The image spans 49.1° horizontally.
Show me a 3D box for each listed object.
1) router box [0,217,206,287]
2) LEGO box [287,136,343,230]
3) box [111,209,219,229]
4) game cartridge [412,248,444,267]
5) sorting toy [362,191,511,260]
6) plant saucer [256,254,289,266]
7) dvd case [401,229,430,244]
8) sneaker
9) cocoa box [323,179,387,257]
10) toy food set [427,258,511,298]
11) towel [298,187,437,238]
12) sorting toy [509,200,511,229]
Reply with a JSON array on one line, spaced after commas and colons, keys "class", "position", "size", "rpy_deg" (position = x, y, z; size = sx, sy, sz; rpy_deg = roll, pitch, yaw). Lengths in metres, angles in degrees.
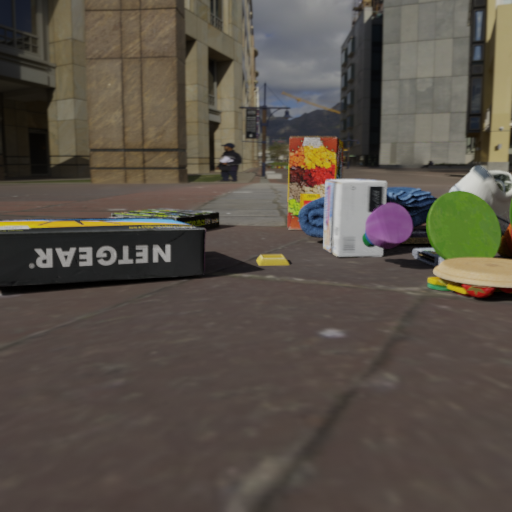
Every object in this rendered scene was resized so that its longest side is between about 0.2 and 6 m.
[{"class": "router box", "position": [-2.536, -0.141, 8.548], "size": [3.010, 0.769, 2.245], "rpy_deg": [-3, 9, -25]}, {"class": "LEGO box", "position": [1.684, -2.014, 15.324], "size": [1.215, 2.345, 3.148], "rpy_deg": [2, 10, 11]}, {"class": "box", "position": [-2.307, -0.917, 14.488], "size": [2.051, 0.487, 1.980], "rpy_deg": [6, 13, 27]}, {"class": "game cartridge", "position": [3.238, 0.026, 9.570], "size": [0.745, 0.226, 1.117], "rpy_deg": [2, 9, -9]}, {"class": "sorting toy", "position": [3.417, -0.286, 9.425], "size": [3.647, 1.264, 1.256], "rpy_deg": [2, -15, -12]}, {"class": "plant saucer", "position": [0.282, 0.065, 9.536], "size": [0.526, 0.128, 0.526], "rpy_deg": [0, 9, -5]}, {"class": "dvd case", "position": [2.970, -0.424, 12.270], "size": [2.217, 0.177, 1.648], "rpy_deg": [-1, 8, 9]}, {"class": "sneaker", "position": [5.596, -1.293, 12.898], "size": [3.225, 1.142, 1.178], "rpy_deg": [3, 44, -49]}, {"class": "cocoa box", "position": [1.801, -0.717, 10.350], "size": [0.914, 1.371, 0.900], "rpy_deg": [-1, 11, -11]}, {"class": "toy food set", "position": [3.107, 0.296, 7.349], "size": [1.539, 0.374, 1.523], "rpy_deg": [-3, 10, -19]}, {"class": "towel", "position": [2.649, -1.069, 12.822], "size": [2.174, 0.945, 3.894], "rpy_deg": [2, 10, 29]}, {"class": "sorting toy", "position": [3.751, -0.077, 5.084], "size": [2.684, 1.612, 1.102], "rpy_deg": [36, 55, 23]}]
